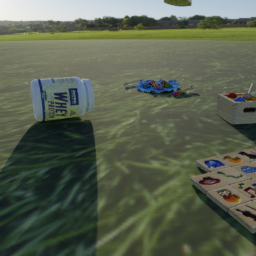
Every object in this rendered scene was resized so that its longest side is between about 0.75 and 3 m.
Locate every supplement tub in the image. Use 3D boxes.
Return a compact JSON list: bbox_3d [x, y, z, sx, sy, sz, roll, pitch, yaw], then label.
[{"bbox_3d":[-1.902,-0.866,8.118,1.640,1.189,1.189,-8,22,-21],"label":"supplement tub"}]

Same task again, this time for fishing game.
[{"bbox_3d":[1.321,-1.909,11.997,1.975,0.429,2.759,-22,30,-40],"label":"fishing game"}]

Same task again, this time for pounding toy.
[{"bbox_3d":[3.387,-0.745,8.221,1.261,0.897,1.161,-3,22,-9],"label":"pounding toy"}]

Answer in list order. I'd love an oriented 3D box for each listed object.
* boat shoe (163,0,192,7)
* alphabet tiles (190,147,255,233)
[{"bbox_3d":[1.040,-3.178,6.339,0.693,0.574,1.929,11,15,26],"label":"boat shoe"},{"bbox_3d":[2.707,0.946,4.913,2.918,0.110,2.439,-9,23,-22],"label":"alphabet tiles"}]
